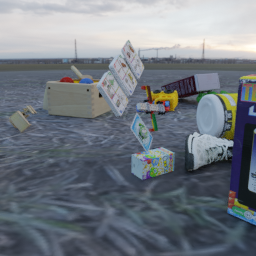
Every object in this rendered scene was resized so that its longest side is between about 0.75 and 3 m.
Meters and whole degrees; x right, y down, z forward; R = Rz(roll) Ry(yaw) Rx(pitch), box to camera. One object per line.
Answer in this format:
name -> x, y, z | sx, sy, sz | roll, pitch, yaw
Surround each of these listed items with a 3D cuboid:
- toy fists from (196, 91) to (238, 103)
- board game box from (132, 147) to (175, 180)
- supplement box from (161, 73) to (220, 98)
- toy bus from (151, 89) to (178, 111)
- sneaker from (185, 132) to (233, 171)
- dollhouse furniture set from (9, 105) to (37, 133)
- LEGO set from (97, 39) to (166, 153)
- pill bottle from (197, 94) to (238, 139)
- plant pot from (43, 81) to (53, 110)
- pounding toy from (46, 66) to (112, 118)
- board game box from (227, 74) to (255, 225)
toy fists -> 4.690, -1.486, 14.420 | 2.299, 0.790, 1.172 | -3, 14, -6
board game box -> 0.573, 0.792, 6.366 | 0.890, 0.467, 0.459 | -10, 19, -31
supplement box -> 3.389, -2.253, 15.556 | 1.613, 0.902, 2.964 | -9, 0, -31
toy bus -> 1.647, -1.208, 13.452 | 1.354, 0.919, 1.300 | 2, 31, 17
sneaker -> 2.048, 0.524, 6.791 | 1.168, 0.766, 2.030 | 4, 13, 21
dollhouse furniture set -> -3.711, -0.272, 9.981 | 0.853, 0.646, 0.973 | -39, 7, 4
LEGO set -> 0.202, -0.489, 6.710 | 0.644, 2.622, 1.959 | -14, 36, 32
pill bottle -> 3.668, -0.394, 8.947 | 2.597, 1.445, 1.445 | -4, 15, -13
plant pot -> -3.646, -1.642, 13.937 | 1.239, 1.323, 1.239 | -1, 14, 0
pounding toy -> -2.209, -1.809, 13.160 | 2.630, 2.031, 2.857 | 6, 16, 20
board game box -> 2.846, 0.541, 3.692 | 0.796, 2.321, 2.808 | -14, 21, -41
